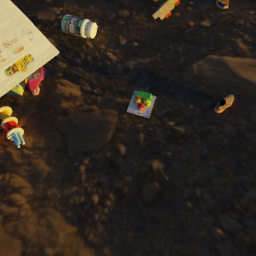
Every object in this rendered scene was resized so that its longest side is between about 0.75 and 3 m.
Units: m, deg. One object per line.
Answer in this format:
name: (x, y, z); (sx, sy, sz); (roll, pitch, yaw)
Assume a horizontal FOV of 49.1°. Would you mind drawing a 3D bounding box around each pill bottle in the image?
pill bottle: (-2.009, -4.190, 11.610); (1.309, 0.740, 0.740); (17, 59, 12)

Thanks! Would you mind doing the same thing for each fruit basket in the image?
fruit basket: (0.477, -0.827, 9.779); (0.812, 0.411, 0.877); (15, 75, 10)

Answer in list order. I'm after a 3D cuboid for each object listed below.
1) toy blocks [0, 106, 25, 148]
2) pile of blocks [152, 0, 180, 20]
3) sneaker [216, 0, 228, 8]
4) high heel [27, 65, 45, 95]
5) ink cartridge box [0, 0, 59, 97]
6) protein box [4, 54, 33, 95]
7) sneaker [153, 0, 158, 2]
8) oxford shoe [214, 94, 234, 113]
toy blocks: (-4.080, 0.152, 9.001); (1.260, 0.549, 1.512); (-29, 62, -18)
pile of blocks: (1.731, -5.312, 12.542); (1.721, 0.707, 0.535); (-47, 112, -15)
sneaker: (4.339, -6.099, 12.889); (0.508, 0.611, 1.356); (-4, 58, -3)
high heel: (-3.409, -2.001, 10.235); (0.523, 0.745, 1.553); (2, 58, 1)
ink cartridge box: (-3.140, -1.966, 6.151); (2.525, 0.597, 2.021); (45, 59, -8)
protein box: (-4.656, -2.337, 10.132); (1.859, 1.263, 1.872); (4, 58, 3)
sneaker: (1.481, -6.378, 13.190); (1.046, 0.420, 0.452); (-32, 62, -20)
oxford shoe: (3.423, -0.915, 9.786); (0.344, 0.351, 0.964); (39, 65, 21)
